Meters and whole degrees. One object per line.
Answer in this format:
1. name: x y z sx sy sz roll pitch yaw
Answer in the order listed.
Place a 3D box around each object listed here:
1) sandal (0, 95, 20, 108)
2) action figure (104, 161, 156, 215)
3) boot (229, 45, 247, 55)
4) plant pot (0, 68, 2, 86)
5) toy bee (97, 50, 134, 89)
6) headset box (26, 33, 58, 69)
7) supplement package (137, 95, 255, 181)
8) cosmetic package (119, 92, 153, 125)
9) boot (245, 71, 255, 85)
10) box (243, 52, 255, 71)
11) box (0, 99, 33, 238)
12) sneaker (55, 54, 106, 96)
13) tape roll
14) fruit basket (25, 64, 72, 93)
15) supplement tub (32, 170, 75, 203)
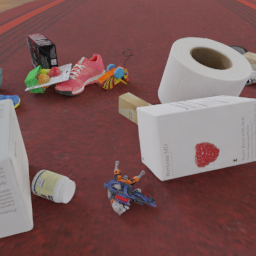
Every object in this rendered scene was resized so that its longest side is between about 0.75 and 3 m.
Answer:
1. sandal: -5.111 -1.013 10.645 1.886 0.821 0.749 -13 35 -21
2. action figure: 0.019 1.635 7.184 1.413 0.739 1.367 30 44 -6
3. boot: 4.818 -3.718 14.680 2.374 0.828 1.563 14 39 37
4. plant pot: -5.975 -1.964 11.931 1.310 0.883 1.310 0 35 0
5. toy bee: -0.380 -2.338 12.539 2.062 1.121 1.350 -31 49 -1
6. headset box: -4.129 -3.489 13.464 0.821 1.627 2.190 -18 40 -26
7. supplement package: 1.867 0.154 7.752 2.832 1.717 1.696 -10 13 -13
8. cosmetic package: 0.310 -0.643 10.151 0.520 0.770 1.464 -25 40 -33
9. boot: 5.692 -2.150 12.533 1.785 0.657 0.853 22 46 40
10. box: 6.454 -3.041 13.610 1.861 0.723 0.884 28 44 35
11. box: -3.755 1.011 6.431 2.622 2.257 2.635 -11 35 -15
12. sneaker: -2.126 -2.415 12.249 1.072 1.262 2.910 21 41 28
13. tape roll: 2.694 -1.744 10.208 2.845 1.953 2.845 7 42 -7
14. fruit basket: -3.344 -2.134 11.993 1.869 0.876 1.731 -10 35 1
15. supplement tub: -1.890 1.498 7.146 0.925 0.670 0.670 14 37 18
